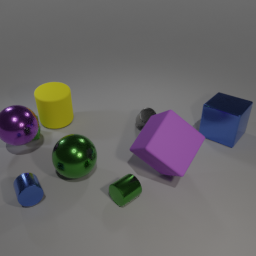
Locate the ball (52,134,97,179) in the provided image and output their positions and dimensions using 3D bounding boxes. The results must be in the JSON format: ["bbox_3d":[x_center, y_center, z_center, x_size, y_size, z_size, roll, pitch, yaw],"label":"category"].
[{"bbox_3d":[-1.673,0.883,8.802,1.400,1.400,1.400,0,32,0],"label":"ball"}]

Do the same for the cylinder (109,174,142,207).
[{"bbox_3d":[-0.076,1.773,8.048,0.700,0.700,0.700,-26,41,-35],"label":"cylinder"}]

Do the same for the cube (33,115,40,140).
[{"bbox_3d":[-3.824,0.007,10.827,0.700,0.700,0.700,-6,33,-9],"label":"cube"}]

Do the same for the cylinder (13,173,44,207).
[{"bbox_3d":[-2.856,1.755,8.020,0.700,0.700,0.700,-17,33,-24],"label":"cylinder"}]

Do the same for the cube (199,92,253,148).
[{"bbox_3d":[3.716,-0.346,10.722,1.400,1.400,1.400,23,39,31],"label":"cube"}]

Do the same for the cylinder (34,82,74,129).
[{"bbox_3d":[-2.990,-0.932,11.436,1.400,1.400,1.400,1,41,-1],"label":"cylinder"}]

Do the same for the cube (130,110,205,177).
[{"bbox_3d":[1.153,0.484,8.499,1.400,1.400,1.400,-56,12,-15],"label":"cube"}]

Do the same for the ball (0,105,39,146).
[{"bbox_3d":[-3.795,-0.091,9.611,1.400,1.400,1.400,0,32,0],"label":"ball"}]

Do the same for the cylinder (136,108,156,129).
[{"bbox_3d":[0.720,-0.380,11.164,0.700,0.700,0.700,3,75,-12],"label":"cylinder"}]
